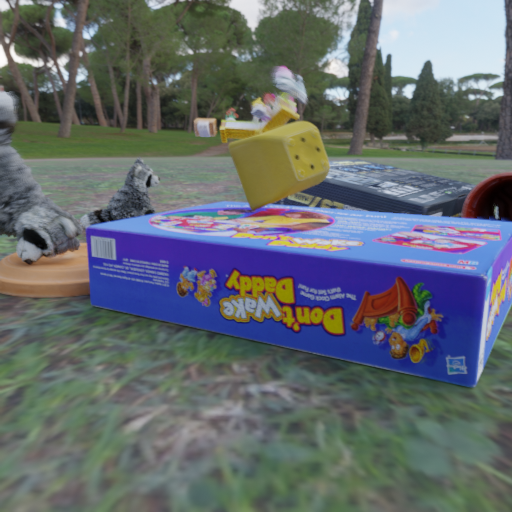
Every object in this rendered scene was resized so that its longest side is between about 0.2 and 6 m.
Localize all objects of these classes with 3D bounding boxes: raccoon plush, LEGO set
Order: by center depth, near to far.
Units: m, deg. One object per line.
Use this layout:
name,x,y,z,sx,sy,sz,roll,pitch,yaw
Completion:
raccoon plush,-3.279,-1.140,8.181,1.695,2.529,1.224,9,-4,-13
LEGO set,-0.021,-2.505,9.525,2.155,0.802,0.991,-15,-37,37
raccoon plush,-3.156,-1.417,12.825,1.972,1.321,0.954,-19,30,-17

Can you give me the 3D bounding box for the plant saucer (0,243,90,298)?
plant saucer,-2.905,0.150,8.776,2.373,0.383,2.373,1,13,0

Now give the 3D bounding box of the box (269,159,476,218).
box,2.467,-1.123,11.281,3.250,1.051,4.121,20,20,31

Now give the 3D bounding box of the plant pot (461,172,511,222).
plant pot,4.700,-0.756,10.154,1.570,1.570,1.527,8,13,31

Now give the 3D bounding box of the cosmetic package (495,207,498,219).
cosmetic package,6.397,-0.988,13.680,0.745,0.458,0.743,0,13,-7

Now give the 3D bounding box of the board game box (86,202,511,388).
board game box,0.690,0.107,7.319,4.764,1.067,3.203,7,15,30

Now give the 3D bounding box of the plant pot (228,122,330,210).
plant pot,0.432,-1.336,7.896,1.037,1.030,1.060,-25,10,-31
